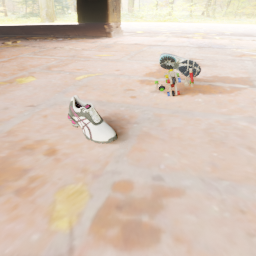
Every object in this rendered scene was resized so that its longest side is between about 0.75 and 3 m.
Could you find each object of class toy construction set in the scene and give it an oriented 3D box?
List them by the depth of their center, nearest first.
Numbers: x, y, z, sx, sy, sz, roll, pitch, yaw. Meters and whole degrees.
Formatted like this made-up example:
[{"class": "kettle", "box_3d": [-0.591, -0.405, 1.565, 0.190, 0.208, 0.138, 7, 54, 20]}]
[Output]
[{"class": "toy construction set", "box_3d": [1.749, -1.845, 10.169, 1.286, 1.073, 0.988, -16, 60, 29]}]

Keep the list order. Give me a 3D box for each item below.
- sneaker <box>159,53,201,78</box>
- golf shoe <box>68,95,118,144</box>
[{"class": "sneaker", "box_3d": [1.944, -2.432, 10.424, 1.678, 0.651, 0.724, 18, 32, -11]}, {"class": "golf shoe", "box_3d": [-0.956, -0.192, 7.126, 1.667, 0.734, 0.644, 32, 46, 27]}]
